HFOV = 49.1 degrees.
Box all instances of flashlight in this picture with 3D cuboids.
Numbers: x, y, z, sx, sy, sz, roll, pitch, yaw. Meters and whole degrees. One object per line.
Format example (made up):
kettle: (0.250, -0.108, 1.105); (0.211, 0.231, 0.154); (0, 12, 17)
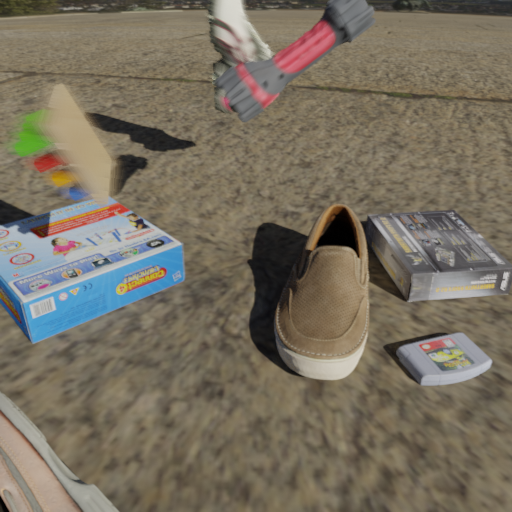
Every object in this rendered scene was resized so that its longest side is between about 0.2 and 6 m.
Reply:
flashlight: (0.512, -2.689, 7.417); (2.190, 0.744, 0.741); (-35, 35, 10)

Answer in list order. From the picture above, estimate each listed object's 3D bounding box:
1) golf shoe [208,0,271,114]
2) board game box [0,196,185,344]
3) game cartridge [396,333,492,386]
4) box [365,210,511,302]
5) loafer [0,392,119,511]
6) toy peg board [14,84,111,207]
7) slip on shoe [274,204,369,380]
golf shoe: (-0.327, -4.391, 11.463); (1.301, 2.955, 1.141); (-3, 43, 0)
board game box: (-2.958, 0.042, 9.162); (2.612, 0.730, 2.557); (-23, 36, -34)
game cartridge: (2.499, 1.368, 7.387); (1.075, 0.220, 0.716); (-10, 35, -17)
box: (3.023, -0.068, 9.556); (1.721, 0.525, 2.173); (-5, 30, -8)
loafer: (-2.158, 2.222, 5.056); (3.154, 1.134, 0.992); (25, 45, 33)
toy peg board: (-2.278, -1.231, 6.637); (0.562, 1.144, 1.149); (-22, 38, 6)
slip on shoe: (1.090, 0.359, 8.262); (1.331, 1.061, 3.502); (8, 31, 14)
